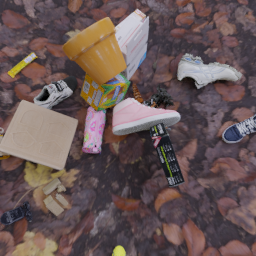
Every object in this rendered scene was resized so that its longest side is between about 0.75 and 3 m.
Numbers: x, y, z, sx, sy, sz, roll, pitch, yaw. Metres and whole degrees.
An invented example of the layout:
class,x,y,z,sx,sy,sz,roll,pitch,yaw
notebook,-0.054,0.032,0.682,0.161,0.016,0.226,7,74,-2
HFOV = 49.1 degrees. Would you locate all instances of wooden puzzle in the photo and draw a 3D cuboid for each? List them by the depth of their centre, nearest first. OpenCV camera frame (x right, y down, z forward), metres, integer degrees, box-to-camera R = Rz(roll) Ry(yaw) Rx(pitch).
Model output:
class,x,y,z,sx,sy,sz,roll,pitch,yaw
wooden puzzle,-3.402,0.304,10.948,2.399,0.600,2.590,21,49,-15

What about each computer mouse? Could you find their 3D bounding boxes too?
class,x,y,z,sx,sy,sz,roll,pitch,yaw
computer mouse,-4.242,3.336,10.633,1.125,0.296,0.779,-17,70,-18

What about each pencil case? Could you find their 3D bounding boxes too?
class,x,y,z,sx,sy,sz,roll,pitch,yaw
pencil case,-1.365,0.098,11.406,0.844,0.844,1.930,5,69,2

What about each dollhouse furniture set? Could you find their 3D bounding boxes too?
class,x,y,z,sx,sy,sz,roll,pitch,yaw
dollhouse furniture set,-2.768,2.667,10.896,0.885,0.758,0.931,-39,41,-12

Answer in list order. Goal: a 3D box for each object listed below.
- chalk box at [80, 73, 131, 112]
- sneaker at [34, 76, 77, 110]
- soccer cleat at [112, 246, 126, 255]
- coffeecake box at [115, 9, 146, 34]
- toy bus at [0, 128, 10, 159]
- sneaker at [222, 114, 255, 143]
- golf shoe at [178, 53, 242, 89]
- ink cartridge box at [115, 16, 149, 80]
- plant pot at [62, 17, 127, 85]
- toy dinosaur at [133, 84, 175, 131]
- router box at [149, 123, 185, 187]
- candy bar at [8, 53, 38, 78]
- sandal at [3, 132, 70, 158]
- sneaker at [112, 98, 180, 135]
class,x,y,z,sx,sy,sz,roll,pitch,yaw
chalk box,-0.797,-1.666,11.575,1.184,1.192,1.910,44,43,21
sneaker,-3.059,-1.572,11.931,0.797,0.952,2.150,43,75,14
soccer cleat,-0.397,5.053,9.796,0.553,0.715,1.710,11,72,4
coffeecake box,0.061,-4.409,12.737,0.567,1.192,1.553,43,77,13
toy bus,-5.154,0.740,11.339,1.037,0.568,1.099,41,42,-16
sneaker,4.848,-0.068,11.319,2.034,1.104,0.713,-21,73,-7
golf shoe,3.486,-2.266,12.288,2.717,1.064,1.321,17,91,10
ink cartridge box,0.028,-3.353,11.553,0.935,2.755,1.598,32,74,10
plant pot,-1.022,-2.590,9.966,1.953,1.953,1.788,-36,105,-11
toy dinosaur,1.012,-0.879,11.638,1.669,1.256,2.460,-38,97,4
router box,1.347,0.909,9.854,0.584,1.408,1.879,-19,105,7
candy bar,-4.785,-2.884,12.766,0.383,0.170,1.535,43,76,9
sandal,-3.660,0.541,11.244,2.753,0.620,1.034,17,64,1
sneaker,0.608,-0.624,10.747,2.611,0.983,1.365,-11,66,11
